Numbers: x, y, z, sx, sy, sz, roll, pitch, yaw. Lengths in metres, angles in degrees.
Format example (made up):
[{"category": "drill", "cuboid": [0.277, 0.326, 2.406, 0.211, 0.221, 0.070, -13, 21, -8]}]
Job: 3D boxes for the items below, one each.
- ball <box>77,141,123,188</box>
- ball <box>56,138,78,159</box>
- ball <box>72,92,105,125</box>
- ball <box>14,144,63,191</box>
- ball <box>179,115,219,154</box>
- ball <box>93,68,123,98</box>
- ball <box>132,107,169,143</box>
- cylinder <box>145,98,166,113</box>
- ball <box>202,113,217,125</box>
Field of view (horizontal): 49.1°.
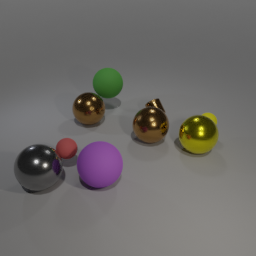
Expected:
[{"category": "ball", "cuboid": [-0.851, 1.102, 8.529, 1.400, 1.400, 1.400, 0, 30, 0]}, {"category": "ball", "cuboid": [-2.008, 0.672, 9.184, 0.700, 0.700, 0.700, 0, 30, 0]}, {"category": "ball", "cuboid": [-1.664, -0.820, 11.939, 1.400, 1.400, 1.400, 0, 30, 0]}, {"category": "ball", "cuboid": [-2.680, 1.176, 8.412, 1.400, 1.400, 1.400, 0, 30, 0]}, {"category": "ball", "cuboid": [2.529, 0.232, 10.065, 1.400, 1.400, 1.400, 0, 30, 0]}, {"category": "ball", "cuboid": [-0.926, -2.066, 12.921, 1.400, 1.400, 1.400, 0, 30, 0]}, {"category": "ball", "cuboid": [0.866, -0.115, 10.670, 1.400, 1.400, 1.400, 0, 30, 0]}, {"category": "cylinder", "cuboid": [1.204, -0.839, 12.338, 0.700, 0.700, 0.700, -18, 77, -28]}, {"category": "ball", "cuboid": [3.081, -0.246, 10.828, 0.700, 0.700, 0.700, 0, 30, 0]}]
